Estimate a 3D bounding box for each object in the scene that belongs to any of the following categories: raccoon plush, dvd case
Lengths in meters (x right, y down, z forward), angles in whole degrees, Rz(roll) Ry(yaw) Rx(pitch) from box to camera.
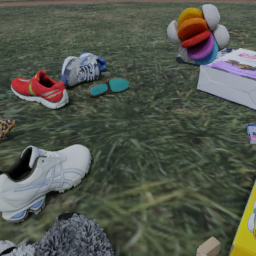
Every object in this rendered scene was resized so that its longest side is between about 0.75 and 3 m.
[{"bbox_3d":[-0.759,2.085,3.576,2.403,1.163,1.610,17,22,25],"label":"raccoon plush"},{"bbox_3d":[3.904,-3.595,13.822,2.103,0.346,2.798,19,37,28],"label":"dvd case"}]

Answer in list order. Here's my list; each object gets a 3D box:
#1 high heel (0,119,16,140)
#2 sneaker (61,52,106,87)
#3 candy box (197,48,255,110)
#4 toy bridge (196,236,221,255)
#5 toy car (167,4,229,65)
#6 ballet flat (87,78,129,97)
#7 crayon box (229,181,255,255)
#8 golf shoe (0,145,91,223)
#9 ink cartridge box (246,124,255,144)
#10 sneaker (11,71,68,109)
[{"bbox_3d":[-3.602,0.364,7.119,1.659,0.592,1.182,-27,31,-11],"label":"high heel"},{"bbox_3d":[-1.703,-2.379,11.247,1.180,1.067,2.771,14,35,14],"label":"sneaker"},{"bbox_3d":[4.503,-1.964,10.497,2.959,1.058,2.482,-27,41,-36],"label":"candy box"},{"bbox_3d":[1.780,2.553,3.948,0.737,0.299,2.194,-22,38,-26],"label":"toy bridge"},{"bbox_3d":[1.161,-1.444,4.607,0.849,0.970,0.727,-20,42,30],"label":"toy car"},{"bbox_3d":[-0.782,-1.523,10.424,1.647,0.558,0.596,-21,18,-23],"label":"ballet flat"},{"bbox_3d":[3.188,1.763,4.779,2.246,0.759,2.603,18,36,28],"label":"crayon box"},{"bbox_3d":[-1.679,0.815,5.917,0.970,1.204,2.476,16,33,27],"label":"golf shoe"},{"bbox_3d":[3.715,0.151,7.939,0.569,0.200,0.954,7,31,11],"label":"ink cartridge box"},{"bbox_3d":[-3.073,-1.510,9.758,2.528,1.073,0.973,17,36,25],"label":"sneaker"}]
